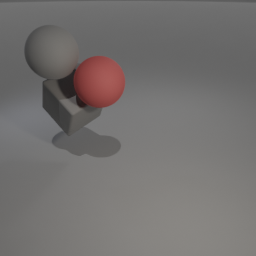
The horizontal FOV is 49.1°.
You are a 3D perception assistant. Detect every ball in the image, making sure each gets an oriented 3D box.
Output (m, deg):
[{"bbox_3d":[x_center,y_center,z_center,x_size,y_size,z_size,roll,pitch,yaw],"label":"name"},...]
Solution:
[{"bbox_3d":[-2.007,-1.990,7.423,1.400,1.400,1.400,0,28,0],"label":"ball"},{"bbox_3d":[-0.775,-1.253,7.664,1.400,1.400,1.400,0,28,0],"label":"ball"}]

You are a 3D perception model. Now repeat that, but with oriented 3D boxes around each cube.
[{"bbox_3d":[-1.716,-0.886,8.867,1.400,1.400,1.400,-37,77,-30],"label":"cube"}]
